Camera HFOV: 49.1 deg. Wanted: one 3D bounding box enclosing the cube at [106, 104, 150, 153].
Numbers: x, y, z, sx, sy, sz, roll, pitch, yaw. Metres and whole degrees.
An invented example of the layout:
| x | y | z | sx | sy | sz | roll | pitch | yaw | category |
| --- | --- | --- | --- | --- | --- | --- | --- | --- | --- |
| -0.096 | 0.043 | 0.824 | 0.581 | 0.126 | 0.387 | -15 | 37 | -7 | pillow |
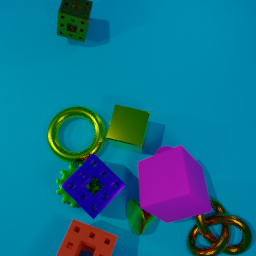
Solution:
| x | y | z | sx | sy | sz | roll | pitch | yaw | category |
| --- | --- | --- | --- | --- | --- | --- | --- | --- | --- |
| 0.033 | 0.047 | 8.348 | 1.054 | 1.054 | 1.054 | 13 | 75 | 7 | cube |

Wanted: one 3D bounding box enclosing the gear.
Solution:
| x | y | z | sx | sy | sz | roll | pitch | yaw | category |
| --- | --- | --- | --- | --- | --- | --- | --- | --- | --- |
| -1.482 | 1.710 | 8.355 | 1.278 | 0.236 | 1.278 | 0 | 75 | -1 | gear |

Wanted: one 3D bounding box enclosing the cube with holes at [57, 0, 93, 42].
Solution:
| x | y | z | sx | sy | sz | roll | pitch | yaw | category |
| --- | --- | --- | --- | --- | --- | --- | --- | --- | --- |
| -1.750 | -3.596 | 9.194 | 0.940 | 0.940 | 0.940 | 12 | 59 | -10 | cube with holes |

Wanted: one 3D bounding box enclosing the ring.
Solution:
| x | y | z | sx | sy | sz | roll | pitch | yaw | category |
| --- | --- | --- | --- | --- | --- | --- | --- | --- | --- |
| -1.610 | 0.189 | 8.703 | 1.845 | 0.369 | 1.845 | 0 | 75 | 0 | ring |

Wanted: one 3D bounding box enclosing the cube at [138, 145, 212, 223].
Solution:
| x | y | z | sx | sy | sz | roll | pitch | yaw | category |
| --- | --- | --- | --- | --- | --- | --- | --- | --- | --- |
| 1.196 | 1.516 | 7.368 | 1.350 | 1.350 | 1.350 | -25 | 46 | 25 | cube |

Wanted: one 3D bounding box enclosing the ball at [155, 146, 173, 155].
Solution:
| x | y | z | sx | sy | sz | roll | pitch | yaw | category |
| --- | --- | --- | --- | --- | --- | --- | --- | --- | --- |
| 1.152 | 0.889 | 8.336 | 0.719 | 0.719 | 0.719 | 0 | 75 | 0 | ball |

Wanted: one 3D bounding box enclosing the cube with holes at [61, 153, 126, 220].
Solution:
| x | y | z | sx | sy | sz | roll | pitch | yaw | category |
| --- | --- | --- | --- | --- | --- | --- | --- | --- | --- |
| -0.908 | 1.588 | 7.653 | 1.174 | 1.174 | 1.174 | 43 | 78 | 7 | cube with holes |

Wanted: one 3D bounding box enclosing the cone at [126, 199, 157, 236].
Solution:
| x | y | z | sx | sy | sz | roll | pitch | yaw | category |
| --- | --- | --- | --- | --- | --- | --- | --- | --- | --- |
| 0.622 | 2.463 | 8.045 | 0.995 | 0.991 | 0.991 | -3 | 73 | -29 | cone |

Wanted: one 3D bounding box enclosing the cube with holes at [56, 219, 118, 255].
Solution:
| x | y | z | sx | sy | sz | roll | pitch | yaw | category |
| --- | --- | --- | --- | --- | --- | --- | --- | --- | --- |
| -1.098 | 3.316 | 7.245 | 1.221 | 1.221 | 1.221 | 20 | 56 | 5 | cube with holes |

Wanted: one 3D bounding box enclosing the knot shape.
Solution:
| x | y | z | sx | sy | sz | roll | pitch | yaw | category |
| --- | --- | --- | --- | --- | --- | --- | --- | --- | --- |
| 2.310 | 2.874 | 7.653 | 1.624 | 0.802 | 1.735 | -39 | 61 | -9 | knot shape |
